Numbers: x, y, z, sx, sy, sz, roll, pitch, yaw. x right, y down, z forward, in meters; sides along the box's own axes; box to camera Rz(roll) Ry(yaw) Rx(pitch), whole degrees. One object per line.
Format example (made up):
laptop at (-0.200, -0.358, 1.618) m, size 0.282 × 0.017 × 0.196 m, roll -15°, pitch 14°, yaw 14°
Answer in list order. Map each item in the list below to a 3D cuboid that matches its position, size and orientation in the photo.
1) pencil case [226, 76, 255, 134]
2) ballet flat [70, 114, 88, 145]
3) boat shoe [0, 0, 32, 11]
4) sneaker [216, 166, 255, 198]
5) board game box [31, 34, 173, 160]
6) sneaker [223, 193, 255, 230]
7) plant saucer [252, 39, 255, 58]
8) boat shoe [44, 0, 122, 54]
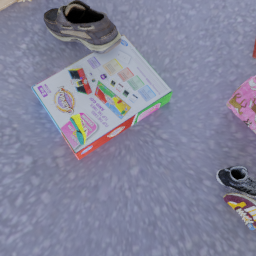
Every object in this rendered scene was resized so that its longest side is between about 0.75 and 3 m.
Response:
pencil case at (3.657, -0.088, 6.670) m, size 2.738 × 1.185 × 1.134 m, roll 48°, pitch 116°, yaw 16°
ballet flat at (-1.043, 0.022, 6.222) m, size 0.268 × 0.801 × 0.269 m, roll 22°, pitch 50°, yaw 40°
boat shoe at (-3.108, -4.391, 8.356) m, size 2.983 × 1.100 × 1.032 m, roll -45°, pitch 86°, yaw -5°
sneaker at (2.691, 1.219, 6.374) m, size 1.226 × 0.698 × 0.463 m, roll 19°, pitch 70°, yaw 7°
board game box at (-0.663, -0.879, 7.257) m, size 2.875 × 0.580 × 2.200 m, roll -33°, pitch 72°, yaw -12°
sneaker at (2.696, 1.917, 6.221) m, size 1.263 × 0.473 × 0.569 m, roll 24°, pitch 64°, yaw 10°
plant saucer at (4.351, -2.442, 8.070) m, size 1.279 × 0.235 × 1.281 m, roll 16°, pitch 69°, yaw 6°
boat shoe at (-1.326, -2.926, 7.538) m, size 2.790 × 1.023 × 1.039 m, roll 27°, pitch 63°, yaw 30°
